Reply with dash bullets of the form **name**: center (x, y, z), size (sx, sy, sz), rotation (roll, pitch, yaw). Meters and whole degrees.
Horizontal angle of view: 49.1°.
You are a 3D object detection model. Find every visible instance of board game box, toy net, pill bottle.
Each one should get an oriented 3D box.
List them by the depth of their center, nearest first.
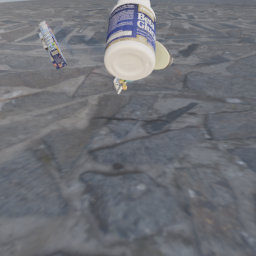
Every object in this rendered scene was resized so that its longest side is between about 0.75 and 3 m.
- **pill bottle**: center (0.059, -1.523, 4.477), size (0.771, 0.771, 1.389), rotation (2, 60, 3)
- **toy net**: center (-0.051, -1.146, 5.910), size (0.266, 0.724, 1.379), rotation (23, -13, -16)
- **board game box**: center (-2.498, -2.736, 8.932), size (0.403, 1.306, 1.307), rotation (-25, -10, -3)

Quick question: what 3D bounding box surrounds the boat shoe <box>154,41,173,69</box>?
- **boat shoe**: center (0.597, -2.408, 9.048), size (0.758, 0.863, 2.424), rotation (8, 17, -44)
